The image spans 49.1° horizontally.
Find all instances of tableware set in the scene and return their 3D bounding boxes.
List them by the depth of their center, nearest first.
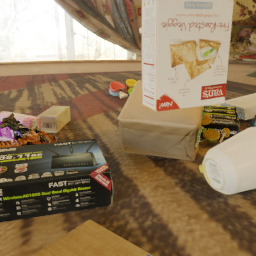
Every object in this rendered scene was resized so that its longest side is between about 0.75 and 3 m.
[{"bbox_3d":[2.621,0.001,9.741,1.761,0.270,1.186,18,46,30],"label":"tableware set"}]

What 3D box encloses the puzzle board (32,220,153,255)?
[{"bbox_3d":[-0.384,2.274,3.980,2.439,0.212,1.838,15,22,37],"label":"puzzle board"}]

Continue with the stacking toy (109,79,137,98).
[{"bbox_3d":[-0.152,-2.230,17.752,1.946,0.822,1.762,-11,47,-22],"label":"stacking toy"}]

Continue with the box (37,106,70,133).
[{"bbox_3d":[-2.993,-0.395,11.495,0.811,0.664,1.707,2,18,7],"label":"box"}]

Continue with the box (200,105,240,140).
[{"bbox_3d":[2.924,-0.358,11.399,2.910,0.691,2.810,5,17,16],"label":"box"}]

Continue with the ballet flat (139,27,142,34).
[{"bbox_3d":[0.767,-4.650,13.513,0.410,0.415,1.218,9,3,13],"label":"ballet flat"}]

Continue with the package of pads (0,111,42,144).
[{"bbox_3d":[-3.706,0.030,9.596,1.692,1.019,0.640,10,20,26],"label":"package of pads"}]

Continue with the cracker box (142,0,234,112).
[{"bbox_3d":[1.360,-1.950,6.544,1.958,2.924,0.843,-9,20,-21],"label":"cracker box"}]

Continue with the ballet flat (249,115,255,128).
[{"bbox_3d":[5.586,-0.403,10.819,2.605,0.951,0.951,-13,22,-38],"label":"ballet flat"}]

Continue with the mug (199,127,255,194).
[{"bbox_3d":[2.583,0.971,6.759,1.477,1.799,1.441,-16,55,-20],"label":"mug"}]

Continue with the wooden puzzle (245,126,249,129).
[{"bbox_3d":[5.290,0.108,10.820,1.770,0.124,1.050,-2,18,-9],"label":"wooden puzzle"}]

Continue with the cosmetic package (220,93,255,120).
[{"bbox_3d":[5.745,-1.050,12.800,2.347,0.606,1.769,-14,15,-12],"label":"cosmetic package"}]

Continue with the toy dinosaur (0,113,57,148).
[{"bbox_3d":[-3.052,0.321,8.330,1.624,1.222,2.393,18,-13,14],"label":"toy dinosaur"}]

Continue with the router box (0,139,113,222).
[{"bbox_3d":[-1.887,1.090,6.554,2.768,0.860,2.074,-5,18,-15],"label":"router box"}]

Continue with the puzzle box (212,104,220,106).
[{"bbox_3d":[5.209,-1.084,14.340,1.868,0.238,1.243,2,18,6],"label":"puzzle box"}]

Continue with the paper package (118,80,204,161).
[{"bbox_3d":[1.167,-0.394,9.157,2.471,1.341,2.593,5,38,17],"label":"paper package"}]
